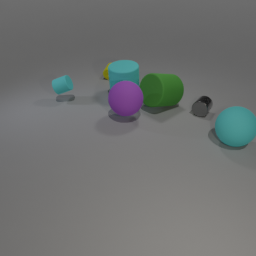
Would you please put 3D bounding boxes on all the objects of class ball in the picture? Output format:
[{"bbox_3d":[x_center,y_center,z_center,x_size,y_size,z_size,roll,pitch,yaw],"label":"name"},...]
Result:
[{"bbox_3d":[-0.089,-1.170,11.139,1.400,1.400,1.400,0,31,0],"label":"ball"},{"bbox_3d":[3.749,-0.051,9.720,1.400,1.400,1.400,0,31,0],"label":"ball"}]

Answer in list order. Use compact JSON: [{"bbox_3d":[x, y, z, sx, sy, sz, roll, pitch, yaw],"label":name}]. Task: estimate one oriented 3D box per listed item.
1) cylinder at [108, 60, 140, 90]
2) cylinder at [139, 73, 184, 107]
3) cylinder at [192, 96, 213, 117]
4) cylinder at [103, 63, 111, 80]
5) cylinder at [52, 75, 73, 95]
[{"bbox_3d":[-0.175,-2.237,12.992,1.400,1.400,1.400,-2,36,2],"label":"cylinder"},{"bbox_3d":[1.436,-1.628,12.053,1.400,1.400,1.400,-8,28,-43],"label":"cylinder"},{"bbox_3d":[3.147,-0.923,11.858,0.700,0.700,0.700,17,35,26],"label":"cylinder"},{"bbox_3d":[-0.933,-3.102,15.346,0.700,0.700,0.700,10,48,16],"label":"cylinder"},{"bbox_3d":[-2.930,-1.936,12.574,0.700,0.700,0.700,-17,28,15],"label":"cylinder"}]
